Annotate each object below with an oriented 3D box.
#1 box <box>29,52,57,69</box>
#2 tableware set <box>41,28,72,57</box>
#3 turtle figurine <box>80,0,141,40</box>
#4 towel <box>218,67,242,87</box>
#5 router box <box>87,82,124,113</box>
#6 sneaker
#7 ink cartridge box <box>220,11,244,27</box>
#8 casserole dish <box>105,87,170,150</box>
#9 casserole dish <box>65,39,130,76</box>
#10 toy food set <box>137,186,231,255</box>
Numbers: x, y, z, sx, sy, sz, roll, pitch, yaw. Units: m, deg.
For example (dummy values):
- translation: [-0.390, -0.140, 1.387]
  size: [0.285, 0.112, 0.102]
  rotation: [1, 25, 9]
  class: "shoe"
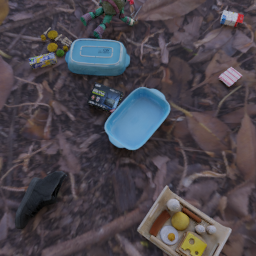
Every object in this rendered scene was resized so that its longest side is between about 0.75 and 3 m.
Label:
- translation: [-3.482, -2.752, 11.483]
  size: [1.046, 0.366, 0.336]
  rotation: [-15, 68, -7]
  class: "box"
- translation: [-3.129, -3.636, 11.977]
  size: [1.401, 0.215, 0.944]
  rotation: [34, 74, 13]
  class: "tableware set"
- translation: [-0.719, -5.074, 12.083]
  size: [2.513, 1.265, 1.881]
  rotation: [-42, 73, -10]
  class: "turtle figurine"
- translation: [4.139, -2.069, 11.338]
  size: [0.827, 0.124, 0.605]
  rotation: [-37, 72, -17]
  class: "towel"
- translation: [-0.861, -1.127, 10.645]
  size: [1.161, 0.361, 0.870]
  rotation: [20, 85, 9]
  class: "router box"
- translation: [-2.816, 2.341, 9.147]
  size: [1.061, 0.611, 2.035]
  rotation: [10, 64, 9]
  class: "sneaker"
- translation: [4.606, -4.833, 12.418]
  size: [0.893, 0.300, 0.519]
  rotation: [16, 68, 7]
  class: "ink cartridge box"
- translation: [0.358, -0.307, 10.346]
  size: [1.645, 0.527, 2.716]
  rotation: [36, 72, 14]
  class: "casserole dish"
- translation: [-1.269, -2.981, 11.510]
  size: [2.707, 0.525, 1.640]
  rotation: [4, 67, 1]
  class: "casserole dish"
- translation: [1.749, 3.172, 8.724]
  size: [2.405, 0.726, 1.726]
  rotation: [33, 71, 13]
  class: "toy food set"
